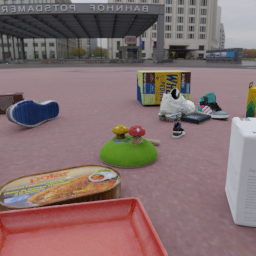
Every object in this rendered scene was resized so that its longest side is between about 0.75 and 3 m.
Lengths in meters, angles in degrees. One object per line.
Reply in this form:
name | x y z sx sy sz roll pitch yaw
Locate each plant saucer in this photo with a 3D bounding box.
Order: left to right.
plant saucer | -0.731 1.779 3.617 2.396 0.440 2.392 -3 16 -12

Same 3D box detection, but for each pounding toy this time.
pounding toy | 0.074 0.288 7.949 1.607 0.966 2.082 4 16 13

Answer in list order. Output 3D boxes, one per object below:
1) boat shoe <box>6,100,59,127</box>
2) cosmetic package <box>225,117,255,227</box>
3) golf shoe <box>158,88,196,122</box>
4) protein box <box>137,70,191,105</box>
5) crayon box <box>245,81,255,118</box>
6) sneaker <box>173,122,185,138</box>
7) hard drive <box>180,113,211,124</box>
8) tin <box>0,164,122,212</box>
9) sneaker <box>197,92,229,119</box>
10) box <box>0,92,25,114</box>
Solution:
boat shoe | -3.963 -0.592 11.310 1.041 1.039 2.877 0 5 19
cosmetic package | 2.585 0.746 5.058 1.345 1.630 1.343 3 16 11
golf shoe | 2.314 -1.145 12.493 1.055 1.311 2.696 9 17 32
protein box | 1.907 -2.333 15.751 2.555 1.724 2.536 -2 13 -5
crayon box | 5.547 -1.264 12.410 0.395 1.555 0.987 9 19 30
sneaker | 1.809 0.011 9.819 0.322 0.493 0.881 7 17 24
hard drive | 2.901 -0.425 11.921 0.846 0.199 1.212 13 20 38
tin | -1.278 1.247 5.507 2.394 0.501 1.340 -7 21 -24
sneaker | 3.793 -1.037 12.481 0.745 1.075 1.781 -9 18 -28
box | -5.864 -1.166 13.229 1.853 0.928 0.694 -3 16 -12
